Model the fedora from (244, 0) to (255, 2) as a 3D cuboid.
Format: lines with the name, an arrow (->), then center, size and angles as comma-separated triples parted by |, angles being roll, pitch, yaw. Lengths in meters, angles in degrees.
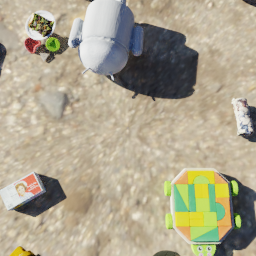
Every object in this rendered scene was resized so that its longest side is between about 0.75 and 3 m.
fedora -> 4.590, -5.124, 9.696 | 2.325, 1.050, 2.056 | -27, 77, -3

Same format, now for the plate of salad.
plate of salad -> -2.531, -2.975, 8.042 | 0.919, 0.221, 0.919 | -1, 80, 7

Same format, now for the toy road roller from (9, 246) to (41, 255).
toy road roller -> -1.855, 2.711, 5.287 | 0.798, 1.093, 0.672 | 22, 54, 30

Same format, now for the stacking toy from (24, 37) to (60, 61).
stacking toy -> -2.918, -2.870, 9.572 | 1.088, 0.460, 0.985 | -47, 106, -8

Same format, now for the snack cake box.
snack cake box -> -3.098, 1.860, 8.264 | 1.127, 0.379, 0.648 | -29, 76, -7

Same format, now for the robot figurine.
robot figurine -> -0.667, -2.867, 8.856 | 2.359, 1.571, 2.782 | 8, 75, 8

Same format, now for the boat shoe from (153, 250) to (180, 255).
boat shoe -> 0.544, 2.756, 4.695 | 0.628, 1.659, 0.613 | 5, 105, 19

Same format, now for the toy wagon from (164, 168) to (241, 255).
toy wagon -> 2.139, 2.516, 8.015 | 2.096, 0.535, 2.702 | 0, 76, 0

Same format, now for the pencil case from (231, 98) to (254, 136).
pencil case -> 3.576, -0.348, 8.768 | 0.540, 0.469, 1.207 | 1, 74, -29
